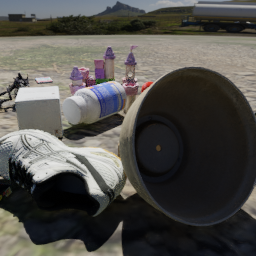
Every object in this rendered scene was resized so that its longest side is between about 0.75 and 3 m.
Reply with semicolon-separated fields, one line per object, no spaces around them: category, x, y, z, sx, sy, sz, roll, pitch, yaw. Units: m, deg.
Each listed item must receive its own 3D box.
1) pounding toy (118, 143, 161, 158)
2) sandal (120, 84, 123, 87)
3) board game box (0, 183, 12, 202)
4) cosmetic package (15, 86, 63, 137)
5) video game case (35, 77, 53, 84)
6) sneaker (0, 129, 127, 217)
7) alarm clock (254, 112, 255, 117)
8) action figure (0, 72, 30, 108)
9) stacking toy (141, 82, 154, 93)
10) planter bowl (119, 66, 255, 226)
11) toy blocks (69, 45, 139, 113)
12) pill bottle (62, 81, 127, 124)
pounding toy;0.819;-0.011;6.913;2.519;1.152;2.213;-17;28;-36
sandal;-1.266;-2.032;12.661;2.441;0.550;0.917;6;23;15
board game box;-3.312;1.197;5.209;1.994;0.234;1.045;9;26;21
cosmetic package;-2.503;-0.466;8.032;1.153;1.146;1.378;-5;24;-14
video game case;-4.290;-2.432;14.259;0.738;0.090;1.032;-10;24;-23
sneaker;-1.534;0.789;5.046;2.901;1.097;1.272;6;23;16
alarm clock;3.565;-0.037;7.414;1.172;0.791;0.390;-9;-16;-17
action figure;-4.134;-1.371;10.392;0.837;0.975;1.641;34;56;14
stacking toy;1.824;-1.425;10.779;2.662;1.137;1.137;-1;21;17
planter bowl;0.836;0.319;4.990;2.425;2.425;1.632;-11;-1;-25
toy blocks;-0.812;-1.935;10.280;2.412;2.172;2.580;0;22;2
pill bottle;-1.039;-0.778;8.849;1.106;1.106;1.975;17;27;36
